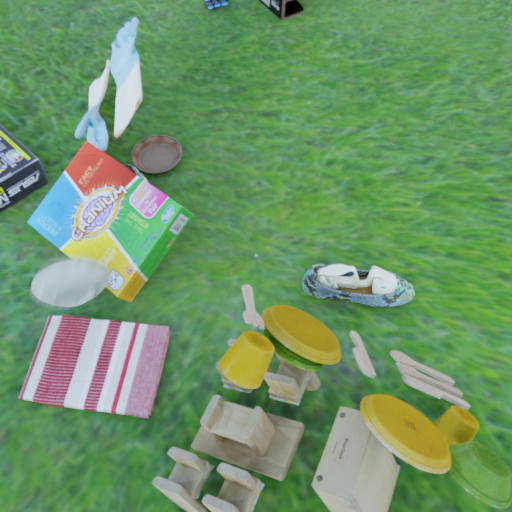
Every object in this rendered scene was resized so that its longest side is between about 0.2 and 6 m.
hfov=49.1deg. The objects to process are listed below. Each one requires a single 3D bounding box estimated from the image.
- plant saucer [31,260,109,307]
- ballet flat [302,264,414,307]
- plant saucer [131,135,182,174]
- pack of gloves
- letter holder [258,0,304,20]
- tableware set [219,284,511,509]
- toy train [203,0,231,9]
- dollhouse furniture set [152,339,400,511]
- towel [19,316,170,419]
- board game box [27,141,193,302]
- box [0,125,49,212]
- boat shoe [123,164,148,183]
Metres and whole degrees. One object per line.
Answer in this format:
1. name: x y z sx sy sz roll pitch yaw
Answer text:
1. plant saucer: -2.834 0.504 8.621 1.149 1.149 0.288 -15 59 -10
2. ballet flat: 1.735 0.446 9.335 1.905 0.707 0.707 1 55 0
3. plant saucer: -1.998 -2.015 11.326 1.013 0.185 1.013 0 59 1
4. pack of gloves: -3.006 -3.209 10.902 0.560 2.383 2.836 16 48 -32
5. letter holder: 0.706 -7.220 14.521 1.411 0.998 1.985 -26 59 -19
6. tableware set: 1.370 1.836 7.255 3.909 0.600 2.633 25 18 -13
7. toy train: -0.990 -6.602 14.333 0.773 0.335 0.442 -1 54 26
8. dollhouse furniture set: 0.413 2.694 7.582 2.564 1.703 2.247 7 52 32
9. towel: -2.469 1.690 8.745 2.041 0.232 1.470 6 57 6
10. board game box: -2.571 -0.637 9.750 2.425 0.489 1.856 34 88 22
11. box: -6.027 -1.794 10.887 3.128 0.692 2.506 38 63 23
12. boat shoe: -2.153 -1.008 10.316 0.643 0.595 1.742 -21 56 4
